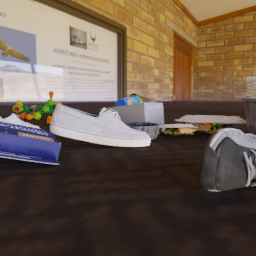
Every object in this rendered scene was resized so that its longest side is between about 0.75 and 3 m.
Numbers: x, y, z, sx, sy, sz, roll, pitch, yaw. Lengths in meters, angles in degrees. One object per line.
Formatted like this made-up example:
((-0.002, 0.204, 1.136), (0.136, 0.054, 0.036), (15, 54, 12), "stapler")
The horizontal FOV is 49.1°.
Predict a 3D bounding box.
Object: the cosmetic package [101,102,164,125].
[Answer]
((0.125, -0.337, 8.562), (1.788, 0.806, 0.955), (-7, -1, 40), "cosmetic package")

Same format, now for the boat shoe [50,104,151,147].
((-0.570, -0.075, 6.248), (2.244, 0.769, 0.808), (10, 5, 3), "boat shoe")

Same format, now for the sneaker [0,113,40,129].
((-3.267, -0.135, 8.244), (1.315, 0.582, 0.495), (4, 5, -6), "sneaker")

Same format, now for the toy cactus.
((-4.373, -0.959, 13.428), (2.500, 1.278, 2.063), (-15, 7, -37), "toy cactus")

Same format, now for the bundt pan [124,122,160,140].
((0.280, 0.096, 7.125), (1.082, 0.406, 1.082), (-1, 8, 0), "bundt pan")

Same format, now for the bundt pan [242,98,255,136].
((4.231, -0.186, 6.697), (2.856, 1.072, 2.856), (0, 8, 0), "bundt pan")

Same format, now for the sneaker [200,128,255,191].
((1.740, 0.397, 3.387), (1.138, 0.739, 1.971), (8, 10, 39), "sneaker")

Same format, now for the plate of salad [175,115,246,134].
((2.452, -0.107, 8.237), (2.138, 0.514, 2.138), (0, 4, 0), "plate of salad")

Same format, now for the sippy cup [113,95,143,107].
((-0.015, -0.903, 12.128), (1.358, 1.066, 0.995), (-47, -23, 29), "sippy cup")

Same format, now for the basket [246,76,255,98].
((8.377, -1.830, 15.621), (2.712, 2.181, 2.688), (-1, 7, -1), "basket")

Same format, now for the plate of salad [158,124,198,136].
((1.281, 0.058, 7.668), (1.258, 0.302, 1.258), (-2, -2, 0), "plate of salad")

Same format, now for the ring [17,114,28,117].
((-5.342, -0.682, 14.633), (1.461, 0.140, 1.461), (0, 8, 0), "ring")

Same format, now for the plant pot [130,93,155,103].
((0.719, -1.075, 14.075), (1.202, 1.215, 1.215), (4, 4, -30), "plant pot")

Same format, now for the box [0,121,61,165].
((-2.113, 0.187, 5.265), (1.420, 0.380, 2.344), (13, 2, -25), "box")

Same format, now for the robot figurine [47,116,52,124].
((-2.734, -0.343, 10.986), (0.861, 0.346, 1.188), (1, 7, -3), "robot figurine")
